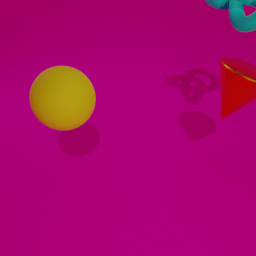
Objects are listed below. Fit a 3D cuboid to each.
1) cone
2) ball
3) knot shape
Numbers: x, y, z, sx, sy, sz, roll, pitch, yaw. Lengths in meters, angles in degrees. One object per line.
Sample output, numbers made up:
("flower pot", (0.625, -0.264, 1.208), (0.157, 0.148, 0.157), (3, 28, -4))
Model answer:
("cone", (2.261, -0.672, 5.939), (1.222, 1.226, 1.222), (14, 33, -9))
("ball", (-1.256, -0.572, 5.441), (1.239, 1.239, 1.239), (0, 47, 0))
("knot shape", (2.668, -2.752, 5.877), (1.975, 0.912, 1.848), (-9, 42, 12))
